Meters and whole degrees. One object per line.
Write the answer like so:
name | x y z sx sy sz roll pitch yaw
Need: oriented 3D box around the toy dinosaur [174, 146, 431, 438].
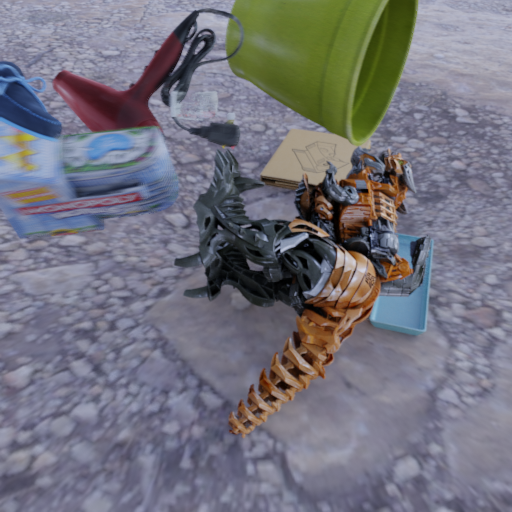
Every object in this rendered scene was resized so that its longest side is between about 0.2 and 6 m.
toy dinosaur | 0.772 0.075 8.407 3.398 2.557 5.006 21 41 11

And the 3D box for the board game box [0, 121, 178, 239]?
board game box | -2.519 -1.048 7.759 2.602 2.600 0.802 -6 78 -1

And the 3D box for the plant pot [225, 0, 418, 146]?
plant pot | 1.112 -4.033 10.788 2.944 3.057 3.057 23 44 21

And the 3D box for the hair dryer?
hair dryer | -1.679 -2.599 8.836 3.049 0.828 2.322 -3 76 1

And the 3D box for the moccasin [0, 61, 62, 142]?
moccasin | -2.770 -1.837 5.990 1.724 0.588 0.694 33 8 9

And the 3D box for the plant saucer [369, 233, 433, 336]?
plant saucer | 2.547 0.427 9.702 0.880 0.239 2.518 11 40 13

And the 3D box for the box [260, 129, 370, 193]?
box | 1.454 -2.206 13.027 2.067 0.269 2.529 12 39 15
